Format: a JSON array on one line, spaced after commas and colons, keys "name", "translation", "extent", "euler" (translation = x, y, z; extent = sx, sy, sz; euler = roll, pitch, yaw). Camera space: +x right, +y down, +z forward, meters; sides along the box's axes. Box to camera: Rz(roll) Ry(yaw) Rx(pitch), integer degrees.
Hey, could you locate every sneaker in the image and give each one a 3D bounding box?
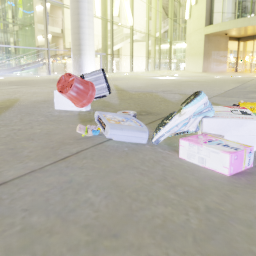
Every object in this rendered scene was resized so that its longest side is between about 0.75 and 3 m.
[{"name": "sneaker", "translation": [1.742, -0.092, 8.901], "extent": [2.284, 0.986, 0.887], "euler": [-41, 9, 19]}]

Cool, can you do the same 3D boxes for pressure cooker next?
[{"name": "pressure cooker", "translation": [-1.644, -1.995, 13.102], "extent": [1.505, 1.323, 1.344], "euler": [-17, 55, -4]}]

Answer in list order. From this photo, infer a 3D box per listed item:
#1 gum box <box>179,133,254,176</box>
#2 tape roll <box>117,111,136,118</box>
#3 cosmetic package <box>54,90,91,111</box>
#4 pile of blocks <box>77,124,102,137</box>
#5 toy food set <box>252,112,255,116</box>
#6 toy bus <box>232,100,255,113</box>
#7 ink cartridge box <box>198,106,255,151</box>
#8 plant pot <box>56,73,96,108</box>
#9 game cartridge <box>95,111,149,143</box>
[{"name": "gum box", "translation": [2.309, 0.642, 7.606], "extent": [1.003, 0.585, 1.768], "euler": [-11, 17, -34]}, {"name": "tape roll", "translation": [-0.057, -0.600, 13.329], "extent": [0.927, 0.306, 0.927], "euler": [0, 14, 0]}, {"name": "cosmetic package", "translation": [-3.123, -1.564, 15.692], "extent": [1.923, 1.085, 0.780], "euler": [7, 15, 18]}, {"name": "pile of blocks", "translation": [-1.415, 0.148, 10.381], "extent": [1.167, 0.479, 0.363], "euler": [1, -32, -38]}, {"name": "toy food set", "translation": [5.375, -0.540, 12.461], "extent": [1.814, 0.592, 1.067], "euler": [6, 15, 24]}, {"name": "toy bus", "translation": [5.745, -1.008, 14.082], "extent": [1.433, 0.741, 1.353], "euler": [-9, 16, -33]}, {"name": "ink cartridge box", "translation": [3.372, -0.079, 9.683], "extent": [1.777, 1.010, 2.438], "euler": [3, 14, 11]}, {"name": "plant pot", "translation": [-1.855, -1.358, 9.754], "extent": [1.072, 1.072, 1.043], "euler": [8, -10, 31]}, {"name": "game cartridge", "translation": [-0.224, -0.082, 10.239], "extent": [1.628, 0.508, 2.445], "euler": [3, 16, -19]}]
